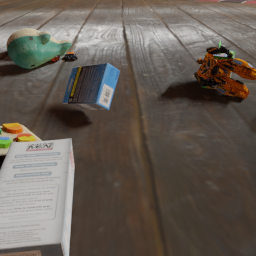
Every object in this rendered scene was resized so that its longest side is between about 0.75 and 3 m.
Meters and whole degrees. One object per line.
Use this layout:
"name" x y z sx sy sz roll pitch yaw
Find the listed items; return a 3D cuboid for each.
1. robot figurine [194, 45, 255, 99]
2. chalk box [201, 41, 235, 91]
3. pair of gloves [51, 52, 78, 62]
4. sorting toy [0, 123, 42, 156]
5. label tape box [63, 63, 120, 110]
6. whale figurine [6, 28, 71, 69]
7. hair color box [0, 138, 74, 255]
"robot figurine" 3.172 -1.804 9.169 1.997 1.448 0.581 26 31 7
"chalk box" 3.206 -2.235 9.867 0.956 1.544 0.960 12 33 19
"pair of gloves" -3.011 -3.254 12.865 1.369 0.169 1.220 -8 31 -17
"sorting toy" -2.826 0.204 6.622 1.412 0.278 1.525 28 20 38
"label tape box" -1.134 -1.193 8.290 1.701 1.219 0.562 5 -13 45
"whale figurine" -3.647 -3.196 11.750 2.613 1.356 2.079 -7 -13 -38
"hair color box" -1.659 1.227 4.979 1.268 0.776 2.561 -4 33 -6
